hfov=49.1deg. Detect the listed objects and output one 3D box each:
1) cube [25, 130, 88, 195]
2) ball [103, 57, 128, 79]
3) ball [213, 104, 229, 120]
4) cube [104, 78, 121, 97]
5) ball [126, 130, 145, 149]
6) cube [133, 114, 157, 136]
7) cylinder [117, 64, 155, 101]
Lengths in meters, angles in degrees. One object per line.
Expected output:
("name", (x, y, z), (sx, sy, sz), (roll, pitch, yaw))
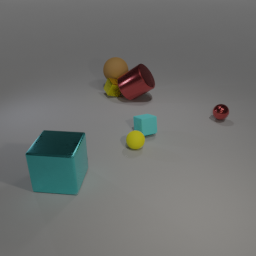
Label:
("cube", (-2.095, 1.023, 8.596), (1.400, 1.400, 1.400), (3, 29, 5))
("ball", (-0.676, -3.205, 15.515), (1.400, 1.400, 1.400), (0, 29, 0))
("ball", (4.077, -0.708, 12.297), (0.700, 0.700, 0.700), (0, 29, 0))
("cube", (-0.774, -2.157, 14.869), (0.700, 0.700, 0.700), (4, 35, -33))
("ball", (0.278, 0.442, 10.389), (0.700, 0.700, 0.700), (0, 29, 0))
("cube", (0.693, -0.137, 11.272), (0.700, 0.700, 0.700), (-11, 16, -25))
("cylinder", (0.423, -2.302, 14.162), (1.400, 1.400, 1.400), (-27, 15, 30))
